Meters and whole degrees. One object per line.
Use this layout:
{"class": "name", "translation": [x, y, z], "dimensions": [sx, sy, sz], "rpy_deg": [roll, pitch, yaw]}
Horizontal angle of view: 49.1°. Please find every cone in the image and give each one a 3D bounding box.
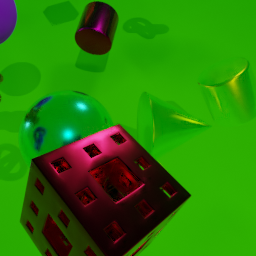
{"class": "cone", "translation": [0.838, -0.013, 4.633], "dimensions": [1.183, 1.179, 1.179], "rpy_deg": [-2, 55, -9]}

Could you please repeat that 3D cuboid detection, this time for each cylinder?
{"class": "cylinder", "translation": [-0.776, -2.501, 7.071], "dimensions": [0.942, 0.942, 0.942], "rpy_deg": [9, 64, 6]}
{"class": "cylinder", "translation": [1.762, -0.620, 4.839], "dimensions": [0.881, 0.881, 0.881], "rpy_deg": [-25, 28, 14]}

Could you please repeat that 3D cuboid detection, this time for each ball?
{"class": "ball", "translation": [-2.583, -2.020, 4.799], "dimensions": [1.271, 1.271, 1.271], "rpy_deg": [0, 56, 0]}
{"class": "ball", "translation": [-0.865, 0.137, 4.088], "dimensions": [1.373, 1.373, 1.373], "rpy_deg": [0, 56, 0]}

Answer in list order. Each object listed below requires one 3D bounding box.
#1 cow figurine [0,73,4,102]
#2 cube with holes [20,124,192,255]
{"class": "cow figurine", "translation": [-2.496, -0.745, 3.703], "dimensions": [1.416, 1.439, 0.790], "rpy_deg": [3, 78, -16]}
{"class": "cube with holes", "translation": [-0.255, 0.757, 2.608], "dimensions": [0.985, 0.985, 0.985], "rpy_deg": [-23, 59, -43]}
